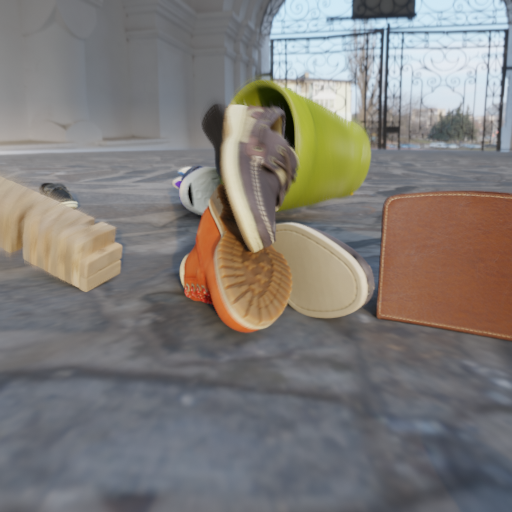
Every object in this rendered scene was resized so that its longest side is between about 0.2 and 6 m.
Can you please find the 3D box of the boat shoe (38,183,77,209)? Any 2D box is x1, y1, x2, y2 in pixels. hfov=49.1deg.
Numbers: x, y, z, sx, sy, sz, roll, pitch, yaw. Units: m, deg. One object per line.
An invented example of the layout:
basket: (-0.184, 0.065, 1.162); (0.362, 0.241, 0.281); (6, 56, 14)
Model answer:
boat shoe: (-4.962, -1.475, 13.868); (0.721, 0.601, 1.932); (-7, 16, -34)

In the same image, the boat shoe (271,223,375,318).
boat shoe: (0.563, 0.030, 6.673); (0.864, 1.001, 2.755); (-11, 13, -29)

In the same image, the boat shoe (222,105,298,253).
boat shoe: (0.078, -0.973, 5.976); (0.740, 0.821, 2.284); (-12, 40, 7)

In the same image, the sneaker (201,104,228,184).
sneaker: (-0.256, -2.050, 10.612); (0.988, 0.856, 2.387); (20, 38, -40)

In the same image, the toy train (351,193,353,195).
toy train: (1.544, -2.144, 16.252); (2.863, 0.796, 2.151); (-13, 19, -42)

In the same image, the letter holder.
letter holder: (2.385, 0.005, 5.785); (2.004, 1.425, 1.008); (7, 15, 29)

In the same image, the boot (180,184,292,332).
boot: (-0.321, 0.251, 6.106); (0.850, 1.215, 2.267); (25, 25, -22)

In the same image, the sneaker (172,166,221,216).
sneaker: (-1.388, -1.529, 13.135); (2.076, 1.142, 2.835); (3, 14, 33)

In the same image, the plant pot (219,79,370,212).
plant pot: (0.955, -2.134, 11.722); (2.533, 2.631, 2.631); (-2, 12, -37)

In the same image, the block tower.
block tower: (-2.959, -0.378, 7.523); (2.470, 0.667, 0.714); (22, 29, 20)
